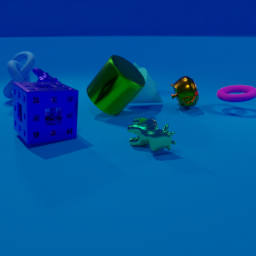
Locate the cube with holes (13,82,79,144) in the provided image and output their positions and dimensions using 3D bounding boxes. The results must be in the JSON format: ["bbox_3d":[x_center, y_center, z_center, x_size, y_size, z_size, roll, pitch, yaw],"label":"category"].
[{"bbox_3d":[-2.153,-0.456,7.257,1.265,1.265,1.265,-7,21,-35],"label":"cube with holes"}]

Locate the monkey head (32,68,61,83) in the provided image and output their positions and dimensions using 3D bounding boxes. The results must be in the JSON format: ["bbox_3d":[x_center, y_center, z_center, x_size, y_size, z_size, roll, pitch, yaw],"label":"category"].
[{"bbox_3d":[-3.124,-1.498,10.233,1.279,1.071,1.778,39,15,19],"label":"monkey head"}]

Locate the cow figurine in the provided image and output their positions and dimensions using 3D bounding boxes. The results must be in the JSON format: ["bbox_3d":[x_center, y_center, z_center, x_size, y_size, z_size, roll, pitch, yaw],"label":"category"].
[{"bbox_3d":[0.596,0.117,6.753,1.189,0.663,1.208,-2,23,18],"label":"cow figurine"}]

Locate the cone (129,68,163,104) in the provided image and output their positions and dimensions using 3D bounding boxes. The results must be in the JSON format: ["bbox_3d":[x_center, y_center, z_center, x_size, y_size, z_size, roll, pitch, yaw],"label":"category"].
[{"bbox_3d":[0.761,-1.233,10.216,1.413,1.408,1.408,26,7,-28],"label":"cone"}]

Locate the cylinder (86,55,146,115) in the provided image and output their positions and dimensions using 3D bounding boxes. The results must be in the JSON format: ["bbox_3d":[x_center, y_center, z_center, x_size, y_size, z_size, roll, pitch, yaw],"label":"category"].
[{"bbox_3d":[-0.393,-1.364,9.022,1.399,1.399,1.399,32,31,-22],"label":"cylinder"}]

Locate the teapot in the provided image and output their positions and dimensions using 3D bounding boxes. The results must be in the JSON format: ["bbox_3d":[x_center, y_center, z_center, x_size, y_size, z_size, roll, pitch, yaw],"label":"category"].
[{"bbox_3d":[1.946,-1.267,9.907,0.875,1.112,1.788,-19,33,4],"label":"teapot"}]

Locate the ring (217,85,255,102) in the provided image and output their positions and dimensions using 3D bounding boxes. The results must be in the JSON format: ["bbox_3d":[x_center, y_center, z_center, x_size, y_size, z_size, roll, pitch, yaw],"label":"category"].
[{"bbox_3d":[3.726,-1.185,9.594,1.310,0.262,1.310,-8,23,3],"label":"ring"}]

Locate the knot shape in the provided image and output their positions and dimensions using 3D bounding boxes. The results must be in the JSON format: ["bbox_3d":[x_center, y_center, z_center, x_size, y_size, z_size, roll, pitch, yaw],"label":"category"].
[{"bbox_3d":[-4.110,-1.934,10.576,0.908,1.964,1.838,12,11,-21],"label":"knot shape"}]

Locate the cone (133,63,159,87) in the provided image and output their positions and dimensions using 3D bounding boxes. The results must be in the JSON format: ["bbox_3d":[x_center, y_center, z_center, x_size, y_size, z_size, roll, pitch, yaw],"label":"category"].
[{"bbox_3d":[0.741,-2.044,12.319,1.335,1.330,1.330,17,21,2],"label":"cone"}]
